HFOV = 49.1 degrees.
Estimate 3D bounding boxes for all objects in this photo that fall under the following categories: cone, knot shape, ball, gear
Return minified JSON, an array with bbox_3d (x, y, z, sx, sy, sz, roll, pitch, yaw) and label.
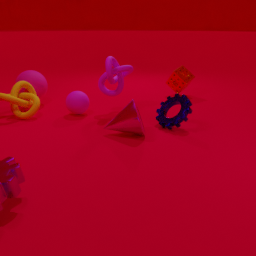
[{"bbox_3d":[-0.193,-0.146,8.086,1.113,1.108,1.108,-18,20,6],"label":"cone"},{"bbox_3d":[-0.493,-1.733,9.801,0.643,1.302,1.391,35,16,33],"label":"knot shape"},{"bbox_3d":[-1.768,-0.887,9.820,0.820,0.820,0.820,0,21,0],"label":"ball"},{"bbox_3d":[-3.789,-0.992,9.580,1.405,0.694,1.501,5,44,-26],"label":"knot shape"},{"bbox_3d":[1.408,-0.521,8.656,0.217,1.176,1.176,39,-8,-40],"label":"gear"},{"bbox_3d":[-3.721,-1.620,10.802,1.189,1.189,1.189,0,21,0],"label":"ball"},{"bbox_3d":[-2.808,1.102,4.941,1.830,0.338,1.830,-10,23,4],"label":"gear"}]

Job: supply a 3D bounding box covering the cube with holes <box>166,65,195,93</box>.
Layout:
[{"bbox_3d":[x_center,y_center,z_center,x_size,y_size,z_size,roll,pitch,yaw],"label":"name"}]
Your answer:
[{"bbox_3d":[2.264,-2.086,12.140,0.758,0.758,0.758,45,52,9],"label":"cube with holes"}]
